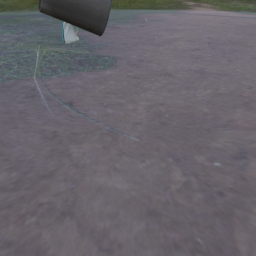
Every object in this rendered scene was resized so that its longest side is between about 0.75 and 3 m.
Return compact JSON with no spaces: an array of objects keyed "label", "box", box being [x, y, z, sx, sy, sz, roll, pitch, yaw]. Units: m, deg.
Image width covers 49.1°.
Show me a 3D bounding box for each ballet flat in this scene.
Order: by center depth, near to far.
[{"label":"ballet flat","box":[-2.149,-4.135,10.176,0.728,2.097,0.728,-1,34,1]}]

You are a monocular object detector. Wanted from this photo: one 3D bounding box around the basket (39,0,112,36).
[{"label":"basket","box":[-1.685,-3.983,8.762,2.018,1.820,1.372,3,19,-24]}]
